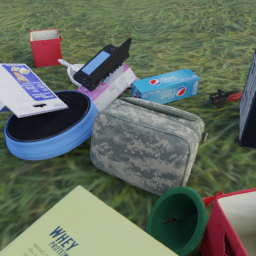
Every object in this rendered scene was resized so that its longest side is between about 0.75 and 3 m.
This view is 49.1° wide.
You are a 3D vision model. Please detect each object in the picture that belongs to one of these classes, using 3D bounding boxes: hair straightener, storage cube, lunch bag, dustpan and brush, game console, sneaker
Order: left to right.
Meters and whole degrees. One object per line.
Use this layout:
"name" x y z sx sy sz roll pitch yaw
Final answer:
"storage cube" -3.234 -3.205 11.207 1.243 1.118 1.063 -9 41 -12
"dustpan and brush" -1.974 -2.157 10.459 1.646 0.471 1.149 23 45 25
"game console" -0.814 -2.031 8.288 1.716 0.999 1.510 -45 54 -13
"sneaker" -0.130 -1.884 10.063 1.464 0.581 0.541 30 47 29
"lunch bag" 0.538 0.207 6.823 2.460 1.714 2.064 18 27 19
"hair straightener" 3.102 -1.045 9.346 1.522 0.311 0.585 -19 43 -15
"storage cube" 2.300 2.096 4.459 1.906 1.713 1.629 -8 41 -9

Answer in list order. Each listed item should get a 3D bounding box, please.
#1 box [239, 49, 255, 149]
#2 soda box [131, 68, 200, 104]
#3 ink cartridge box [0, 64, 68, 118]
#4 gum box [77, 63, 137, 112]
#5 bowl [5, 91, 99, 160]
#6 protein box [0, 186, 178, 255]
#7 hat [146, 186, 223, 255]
"box" 3.872 -0.789 7.602 1.264 2.052 2.035 10 42 13
"soda box" 1.233 -1.311 9.279 2.178 0.699 0.739 -16 43 -19
"ink cartridge box" -2.683 -0.882 6.892 1.830 0.430 1.808 46 25 10
"gum box" -0.643 -1.446 8.967 1.718 0.568 0.975 -43 50 -4
"bowl" -2.111 -0.206 7.716 2.617 0.514 2.617 -10 36 7
"protein box" -0.558 2.831 3.404 2.816 1.914 2.837 27 47 28
"hat" 1.404 2.027 5.702 1.637 1.441 1.356 -50 33 8
